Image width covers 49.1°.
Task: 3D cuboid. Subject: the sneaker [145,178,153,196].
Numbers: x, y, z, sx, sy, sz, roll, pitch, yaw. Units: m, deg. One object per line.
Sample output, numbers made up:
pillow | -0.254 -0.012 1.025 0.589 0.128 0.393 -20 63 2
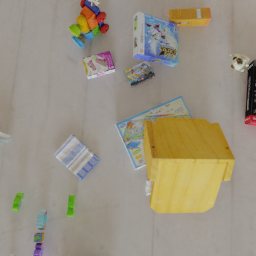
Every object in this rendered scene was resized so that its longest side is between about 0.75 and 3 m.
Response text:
sneaker | 1.401 2.251 10.110 1.610 0.603 0.802 10 100 1

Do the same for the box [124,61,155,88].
box | 0.446 -2.121 10.978 1.035 0.195 0.707 -25 81 -4

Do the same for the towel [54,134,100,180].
towel | -1.911 1.071 10.433 1.465 0.174 1.076 42 83 6

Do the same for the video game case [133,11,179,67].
video game case | 1.087 -3.352 10.684 1.848 0.420 1.675 6 80 -27

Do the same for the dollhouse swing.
dollhouse swing | 1.905 1.334 9.984 2.715 2.387 2.467 1 44 -7

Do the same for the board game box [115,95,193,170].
board game box | 1.134 0.162 10.438 2.734 0.468 1.838 -23 80 -4

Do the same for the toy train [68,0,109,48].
toy train | -1.615 -3.943 10.172 1.050 2.481 1.436 43 87 7

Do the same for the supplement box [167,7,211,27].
supplement box | 2.430 -4.430 11.209 1.648 0.548 0.567 -4 80 -1

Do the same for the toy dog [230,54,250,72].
toy dog | 4.193 -2.505 10.588 0.789 0.568 0.814 47 39 -4

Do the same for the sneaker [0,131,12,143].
sneaker | -5.043 0.160 10.428 1.437 0.505 0.576 13 52 -8

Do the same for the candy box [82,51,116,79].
candy box | -1.148 -2.459 10.957 1.160 0.354 0.791 -17 81 -3

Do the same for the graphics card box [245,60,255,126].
graphics card box | 5.341 -1.264 10.607 1.556 0.631 2.481 6 81 2

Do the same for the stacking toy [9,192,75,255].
stacking toy | -3.032 3.714 9.779 2.132 0.664 2.828 5 78 -1
